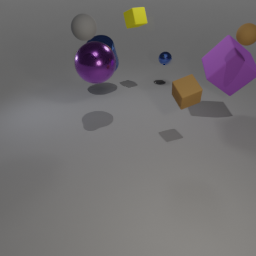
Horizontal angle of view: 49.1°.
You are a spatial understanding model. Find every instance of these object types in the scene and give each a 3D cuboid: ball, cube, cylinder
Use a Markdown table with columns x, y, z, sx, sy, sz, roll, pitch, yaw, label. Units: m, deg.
| x | y | z | sx | sy | sz | roll | pitch | yaw | label |
| --- | --- | --- | --- | --- | --- | --- | --- | --- | --- |
| 1.945 | -3.640 | 14.648 | 0.700 | 0.700 | 0.700 | 0 | 30 | 0 | ball |
| 0.324 | -4.862 | 12.376 | 0.700 | 0.700 | 0.700 | -21 | 14 | -33 | cube |
| 3.890 | -3.043 | 9.115 | 0.700 | 0.700 | 0.700 | 0 | 30 | 0 | ball |
| 3.925 | -2.397 | 10.849 | 1.400 | 1.400 | 1.400 | 28 | 42 | -25 | cube |
| -1.190 | -2.725 | 7.582 | 0.700 | 0.700 | 0.700 | 0 | 30 | 0 | ball |
| -1.099 | -2.198 | 9.455 | 1.400 | 1.400 | 1.400 | 0 | 30 | 0 | ball |
| -1.232 | -3.446 | 13.391 | 1.400 | 1.400 | 1.400 | -3 | 68 | 7 | cylinder |
| 1.852 | -1.136 | 8.864 | 0.700 | 0.700 | 0.700 | -22 | 61 | -5 | cube |
